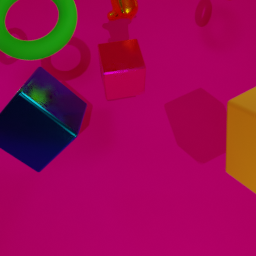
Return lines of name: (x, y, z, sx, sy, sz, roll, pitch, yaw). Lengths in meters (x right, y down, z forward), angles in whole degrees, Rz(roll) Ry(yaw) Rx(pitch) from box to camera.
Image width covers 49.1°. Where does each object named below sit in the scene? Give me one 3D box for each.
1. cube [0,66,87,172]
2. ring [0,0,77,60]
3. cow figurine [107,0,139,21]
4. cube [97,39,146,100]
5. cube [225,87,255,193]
cube: (-1.750, -0.179, 5.534, 1.266, 1.266, 1.266, 40, 25, -21)
ring: (-1.689, -1.942, 4.906, 1.593, 0.319, 1.593, 0, 78, 0)
cow figurine: (0.026, -3.146, 6.272, 1.361, 1.383, 0.759, 3, 29, 37)
cube: (-0.145, -1.312, 6.309, 0.907, 0.907, 0.907, -10, 59, -5)
cube: (2.386, 0.187, 3.934, 1.385, 1.385, 1.385, -26, 37, -18)
